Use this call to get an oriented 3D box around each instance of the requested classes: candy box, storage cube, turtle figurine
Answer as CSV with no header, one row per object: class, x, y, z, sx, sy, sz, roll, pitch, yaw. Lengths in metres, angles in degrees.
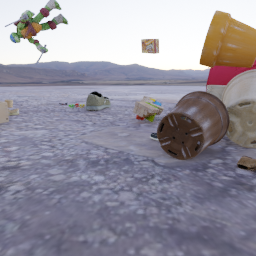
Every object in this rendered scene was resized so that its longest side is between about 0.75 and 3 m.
candy box,0.677,-2.520,8.621,0.212,0.443,0.767,-15,22,-26
storage cube,4.064,-1.335,10.729,1.952,2.283,2.052,5,40,20
turtle figurine,-2.935,-3.302,9.477,1.999,1.484,2.062,-40,28,-9

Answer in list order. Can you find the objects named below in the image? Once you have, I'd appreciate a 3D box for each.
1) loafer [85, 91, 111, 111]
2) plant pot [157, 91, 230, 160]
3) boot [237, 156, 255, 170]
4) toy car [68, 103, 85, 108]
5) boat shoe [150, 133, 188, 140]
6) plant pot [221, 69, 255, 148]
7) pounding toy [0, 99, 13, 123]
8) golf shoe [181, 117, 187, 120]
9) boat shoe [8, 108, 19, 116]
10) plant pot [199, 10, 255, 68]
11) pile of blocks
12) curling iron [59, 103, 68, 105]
loafer,-1.725,-1.698,16.854,1.123,1.040,2.985,2,11,9
plant pot,1.637,-0.025,7.285,1.619,1.619,1.603,7,20,31
boot,2.775,0.836,6.054,0.320,0.312,0.848,-30,22,-31
toy car,-3.243,-1.356,17.279,0.938,0.222,0.997,-10,14,-39
boat shoe,1.307,0.188,8.756,1.331,0.441,0.497,8,13,34
plant pot,3.795,-0.458,8.478,2.253,2.253,2.063,6,24,28
pounding toy,-5.754,-0.658,11.764,1.823,0.949,2.075,8,13,35
golf shoe,2.601,-0.726,12.729,0.880,0.771,1.998,7,12,4
boat shoe,-6.032,-0.798,14.058,0.387,0.350,1.085,11,15,43
plant pot,2.751,-2.217,7.405,1.330,1.453,1.453,19,16,14
pile of blocks,0.959,-0.751,12.830,1.195,0.905,2.912,23,17,6
curling iron,-4.360,-1.623,18.856,0.874,0.112,0.217,4,48,37
